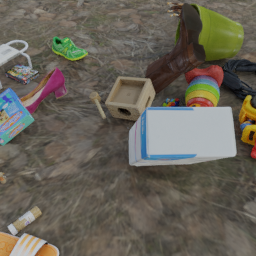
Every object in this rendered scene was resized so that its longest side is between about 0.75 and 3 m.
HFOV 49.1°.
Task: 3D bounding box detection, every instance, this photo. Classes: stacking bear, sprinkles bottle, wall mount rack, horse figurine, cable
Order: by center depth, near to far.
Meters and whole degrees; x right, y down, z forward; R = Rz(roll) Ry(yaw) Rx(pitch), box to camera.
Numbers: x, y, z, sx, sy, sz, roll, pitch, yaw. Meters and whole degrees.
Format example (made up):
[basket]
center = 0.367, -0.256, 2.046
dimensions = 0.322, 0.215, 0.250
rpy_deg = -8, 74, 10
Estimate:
[sprinkles bottle]
center = -2.606, 2.336, 7.095
dimensions = 0.279, 0.279, 0.817
rpy_deg = 34, 54, 30
[stacking bear]
center = 2.556, -0.955, 9.831
dimensions = 1.357, 1.271, 2.234
rpy_deg = 0, 51, 27
[cable]
center = 5.038, -1.891, 11.242
dimensions = 2.288, 0.712, 2.804
rpy_deg = -25, 47, -30
[wall mount rack]
center = -5.650, -2.760, 11.830
dimensions = 2.545, 1.092, 2.930
rpy_deg = 26, 50, 19
[horse figurine]
center = 3.149, -6.537, 15.860
dimensions = 1.737, 0.654, 2.621
rpy_deg = 2, 40, -9

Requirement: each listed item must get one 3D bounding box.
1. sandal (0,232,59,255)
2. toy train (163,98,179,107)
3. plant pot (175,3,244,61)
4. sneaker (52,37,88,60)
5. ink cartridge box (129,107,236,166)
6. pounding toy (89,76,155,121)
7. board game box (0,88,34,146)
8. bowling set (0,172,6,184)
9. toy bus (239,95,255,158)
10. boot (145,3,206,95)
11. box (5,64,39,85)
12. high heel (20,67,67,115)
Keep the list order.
[sandal]
center = -2.585, 2.781, 6.435
dimensions = 1.961, 0.562, 0.751
rpy_deg = 10, 45, 11
[toy train]
center = 1.490, -0.777, 10.251
dimensions = 0.508, 0.372, 0.878
rpy_deg = 17, 46, 31
[plant pot]
center = 3.636, -3.977, 12.318
dimensions = 2.346, 2.436, 2.436
rpy_deg = 4, 43, -14
[sneaker]
center = -2.752, -3.673, 12.853
dimensions = 1.949, 0.815, 0.722
rpy_deg = 22, 48, 20
[ink cartridge box]
center = 1.163, 0.329, 7.248
dimensions = 1.982, 2.743, 1.161
rpy_deg = 0, 78, -8
[pounding toy]
center = -0.321, -0.828, 9.804
dimensions = 2.029, 0.928, 1.782
rpy_deg = 10, 61, 27
[board game box]
center = -4.113, -0.425, 9.468
dimensions = 1.312, 0.388, 1.725
rpy_deg = -40, 57, -7
[bowling set]
center = -3.919, 1.571, 7.690
dimensions = 1.006, 0.540, 0.700
rpy_deg = -6, 44, -6
[toy bus]
center = 4.235, 0.105, 8.846
dimensions = 1.900, 1.289, 1.824
rpy_deg = 30, 68, 30
[boot]
center = 1.532, -2.848, 10.495
dimensions = 0.895, 2.788, 2.598
rpy_deg = 12, 66, -29
[box]
center = -4.478, -2.281, 11.855
dimensions = 1.175, 0.221, 0.803
rpy_deg = 23, 49, 22
[high heel]
center = -3.398, -1.237, 9.971
dimensions = 2.491, 1.195, 0.839
rpy_deg = -24, 51, -11
